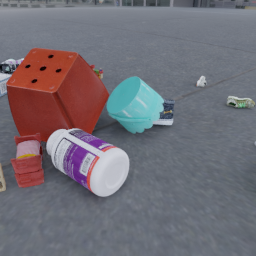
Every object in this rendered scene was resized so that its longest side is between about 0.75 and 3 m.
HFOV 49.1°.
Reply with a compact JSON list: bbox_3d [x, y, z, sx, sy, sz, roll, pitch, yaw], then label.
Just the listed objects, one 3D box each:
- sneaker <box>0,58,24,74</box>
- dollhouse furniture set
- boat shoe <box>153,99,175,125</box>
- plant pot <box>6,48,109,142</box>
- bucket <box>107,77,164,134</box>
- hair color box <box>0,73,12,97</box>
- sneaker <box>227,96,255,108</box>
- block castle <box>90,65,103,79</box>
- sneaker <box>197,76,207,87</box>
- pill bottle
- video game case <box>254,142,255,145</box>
[{"bbox_3d":[-5.982,-3.122,14.549,1.807,0.702,1.264,3,29,25],"label":"sneaker"},{"bbox_3d":[-3.207,0.912,6.957,2.150,0.874,1.157,-9,30,-16],"label":"dollhouse furniture set"},{"bbox_3d":[0.631,-0.598,9.259,1.910,0.867,0.676,1,14,-18],"label":"boat shoe"},{"bbox_3d":[-2.178,-1.056,8.429,2.338,2.062,2.340,11,56,16],"label":"plant pot"},{"bbox_3d":[0.189,-0.747,8.955,1.675,1.090,1.675,-32,37,28],"label":"bucket"},{"bbox_3d":[-6.367,-1.976,12.336,2.394,0.726,1.185,11,31,18],"label":"hair color box"},{"bbox_3d":[4.333,-0.905,10.859,1.091,0.420,0.484,14,47,31],"label":"sneaker"},{"bbox_3d":[-1.848,-2.856,14.076,0.832,0.584,1.245,-16,33,-26],"label":"block castle"},{"bbox_3d":[3.520,-2.139,13.118,0.408,0.335,0.886,21,42,21],"label":"sneaker"},{"bbox_3d":[-1.066,0.744,6.953,2.094,1.178,1.178,23,37,35],"label":"pill bottle"},{"bbox_3d":[4.411,0.692,8.147,0.988,0.119,1.083,-3,30,-5],"label":"video game case"}]
